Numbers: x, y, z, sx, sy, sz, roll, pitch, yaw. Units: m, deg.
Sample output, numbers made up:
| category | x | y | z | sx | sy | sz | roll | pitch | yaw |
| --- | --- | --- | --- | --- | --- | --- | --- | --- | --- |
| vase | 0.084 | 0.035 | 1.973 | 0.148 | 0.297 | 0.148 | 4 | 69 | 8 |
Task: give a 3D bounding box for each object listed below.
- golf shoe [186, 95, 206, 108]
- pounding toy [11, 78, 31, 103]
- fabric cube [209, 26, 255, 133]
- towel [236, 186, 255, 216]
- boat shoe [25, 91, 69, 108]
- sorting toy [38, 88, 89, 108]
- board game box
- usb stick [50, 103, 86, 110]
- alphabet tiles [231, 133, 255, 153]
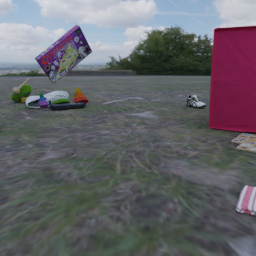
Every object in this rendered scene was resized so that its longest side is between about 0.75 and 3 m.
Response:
| category | x | y | z | sx | sy | sz | roll | pitch | yaw |
| --- | --- | --- | --- | --- | --- | --- | --- | --- | --- |
| golf shoe | 3.016 | -1.183 | 12.476 | 0.442 | 0.538 | 1.138 | -7 | 16 | -33 |
| pounding toy | -5.125 | -1.636 | 13.939 | 1.137 | 0.684 | 1.473 | -43 | -4 | -28 |
| fabric cube | 4.402 | -1.489 | 8.381 | 2.998 | 2.941 | 2.988 | 10 | 16 | 34 |
| towel | 1.984 | 1.028 | 3.672 | 0.999 | 0.149 | 0.731 | 5 | 14 | 30 |
| boat shoe | -3.522 | -1.153 | 12.367 | 1.892 | 0.696 | 0.632 | -14 | 29 | -12 |
| sorting toy | -2.828 | -1.355 | 12.182 | 2.215 | 0.763 | 0.768 | -8 | -13 | -31 |
| board game box | -2.265 | -2.644 | 10.110 | 1.961 | 1.177 | 0.317 | -45 | 47 | -15 |
| usb stick | -2.560 | -0.933 | 11.962 | 1.507 | 0.246 | 0.418 | -7 | 4 | -31 |
| alphabet tiles | 3.197 | 0.374 | 6.682 | 1.307 | 0.059 | 1.563 | 10 | 16 | 35 |
